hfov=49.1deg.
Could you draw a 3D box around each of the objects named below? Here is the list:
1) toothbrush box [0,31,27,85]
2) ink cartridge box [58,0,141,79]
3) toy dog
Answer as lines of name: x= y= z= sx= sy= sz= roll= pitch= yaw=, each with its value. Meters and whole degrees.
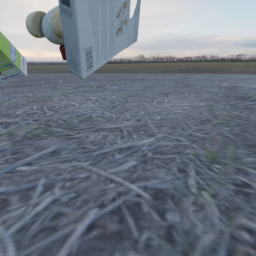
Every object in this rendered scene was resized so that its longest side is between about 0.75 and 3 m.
toothbrush box: x=-4.087 y=-2.124 z=8.426 sx=1.285 sy=0.759 sz=1.764 roll=-16 pitch=-24 yaw=7
ink cartridge box: x=-0.469 y=-2.310 z=5.519 sx=0.471 sy=2.164 sz=1.878 roll=32 pitch=56 yaw=21
toy dog: x=-1.417 y=-3.075 z=8.332 sx=2.972 sy=1.431 sz=1.960 roll=-30 pitch=36 yaw=-21
